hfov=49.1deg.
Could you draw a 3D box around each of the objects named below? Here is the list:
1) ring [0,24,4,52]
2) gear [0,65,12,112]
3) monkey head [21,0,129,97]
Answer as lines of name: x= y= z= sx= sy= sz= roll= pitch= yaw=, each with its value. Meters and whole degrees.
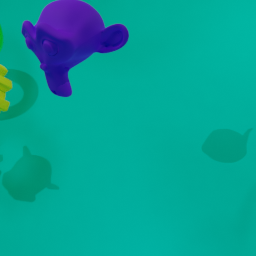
ring: x=-3.456 y=-2.417 z=5.911 sx=0.410 sy=2.049 sz=2.049 roll=-21 pitch=65 yaw=13
gear: x=-3.130 y=-0.564 z=5.636 sx=1.783 sy=0.330 sz=1.783 roll=-8 pitch=70 yaw=24
monkey head: x=-0.875 y=-1.216 z=4.229 sx=1.817 sy=1.307 sz=1.095 roll=22 pitch=43 yaw=37
